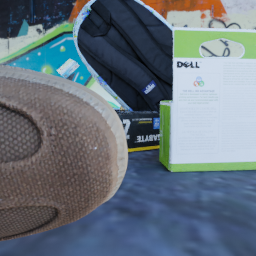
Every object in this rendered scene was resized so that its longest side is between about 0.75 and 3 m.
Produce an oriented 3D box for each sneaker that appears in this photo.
[{"bbox_3d":[-1.420,0.339,1.236,2.807,0.989,1.060,-3,23,7],"label":"sneaker"}]

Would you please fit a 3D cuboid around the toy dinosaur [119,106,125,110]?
[{"bbox_3d":[0.070,-0.892,8.820,0.757,1.315,2.600,26,23,-20],"label":"toy dinosaur"}]

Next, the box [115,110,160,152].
[{"bbox_3d":[-0.917,0.017,4.913,2.729,0.673,2.179,-3,5,-36],"label":"box"}]

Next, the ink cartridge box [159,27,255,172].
[{"bbox_3d":[1.009,-0.319,3.380,1.170,1.583,0.600,-1,5,-6],"label":"ink cartridge box"}]

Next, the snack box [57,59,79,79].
[{"bbox_3d":[-1.755,-1.733,8.127,0.548,0.175,0.943,-44,28,-3],"label":"snack box"}]

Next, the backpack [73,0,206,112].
[{"bbox_3d":[0.030,-1.613,6.061,2.643,2.156,2.032,33,15,-33],"label":"backpack"}]
